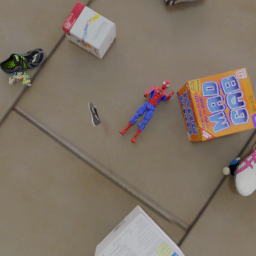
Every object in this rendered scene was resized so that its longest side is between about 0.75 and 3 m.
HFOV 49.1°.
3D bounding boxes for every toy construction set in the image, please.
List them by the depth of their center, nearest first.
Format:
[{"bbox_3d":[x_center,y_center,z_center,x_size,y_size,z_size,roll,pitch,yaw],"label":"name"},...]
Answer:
[{"bbox_3d":[-4.320,-1.958,11.215,0.859,0.396,0.563,0,86,-11],"label":"toy construction set"}]

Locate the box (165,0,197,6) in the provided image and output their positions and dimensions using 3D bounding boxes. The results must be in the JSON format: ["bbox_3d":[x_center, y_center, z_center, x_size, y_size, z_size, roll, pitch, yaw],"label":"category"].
[{"bbox_3d":[2.163,-6.115,11.073,1.754,0.535,2.215,-11,86,-2],"label":"box"}]

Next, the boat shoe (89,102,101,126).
[{"bbox_3d":[-1.005,-0.455,8.616,0.247,0.290,0.866,-24,59,13],"label":"boat shoe"}]

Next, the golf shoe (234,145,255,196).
[{"bbox_3d":[4.890,1.314,10.286,0.991,1.257,2.730,40,75,-3],"label":"golf shoe"}]

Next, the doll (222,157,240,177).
[{"bbox_3d":[4.443,1.650,10.949,1.478,0.358,1.009,-4,85,-1],"label":"doll"}]

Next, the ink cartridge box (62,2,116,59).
[{"bbox_3d":[-1.457,-3.744,10.898,1.662,1.208,1.202,31,87,2],"label":"ink cartridge box"}]

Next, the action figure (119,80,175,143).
[{"bbox_3d":[0.800,-0.774,10.669,0.911,1.382,2.791,36,84,2],"label":"action figure"}]

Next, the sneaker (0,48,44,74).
[{"bbox_3d":[-4.171,-2.637,11.053,1.820,0.754,0.645,-21,88,-1],"label":"sneaker"}]

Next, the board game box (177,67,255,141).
[{"bbox_3d":[3.196,-0.746,10.259,2.060,2.059,2.058,-14,87,-1],"label":"board game box"}]

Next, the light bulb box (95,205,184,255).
[{"bbox_3d":[0.421,4.554,10.154,2.332,1.468,2.353,-43,87,-5],"label":"light bulb box"}]
